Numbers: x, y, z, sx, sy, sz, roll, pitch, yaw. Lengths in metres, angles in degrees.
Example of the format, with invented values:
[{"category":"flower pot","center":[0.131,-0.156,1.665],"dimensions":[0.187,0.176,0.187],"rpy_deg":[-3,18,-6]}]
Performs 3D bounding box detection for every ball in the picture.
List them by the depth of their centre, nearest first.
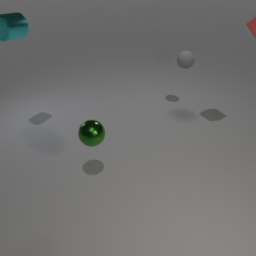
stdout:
[{"category":"ball","center":[-0.939,0.135,7.255],"dimensions":[0.700,0.700,0.700],"rpy_deg":[0,32,0]},{"category":"ball","center":[2.322,-2.736,11.248],"dimensions":[0.700,0.700,0.700],"rpy_deg":[0,32,0]}]

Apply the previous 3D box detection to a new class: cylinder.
[{"category":"cylinder","center":[-3.289,-2.833,7.840],"dimensions":[0.700,0.700,0.700],"rpy_deg":[17,32,25]}]

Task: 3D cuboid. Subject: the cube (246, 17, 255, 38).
[{"category":"cube","center":[4.022,-2.930,8.186],"dimensions":[0.700,0.700,0.700],"rpy_deg":[-6,66,-55]}]
